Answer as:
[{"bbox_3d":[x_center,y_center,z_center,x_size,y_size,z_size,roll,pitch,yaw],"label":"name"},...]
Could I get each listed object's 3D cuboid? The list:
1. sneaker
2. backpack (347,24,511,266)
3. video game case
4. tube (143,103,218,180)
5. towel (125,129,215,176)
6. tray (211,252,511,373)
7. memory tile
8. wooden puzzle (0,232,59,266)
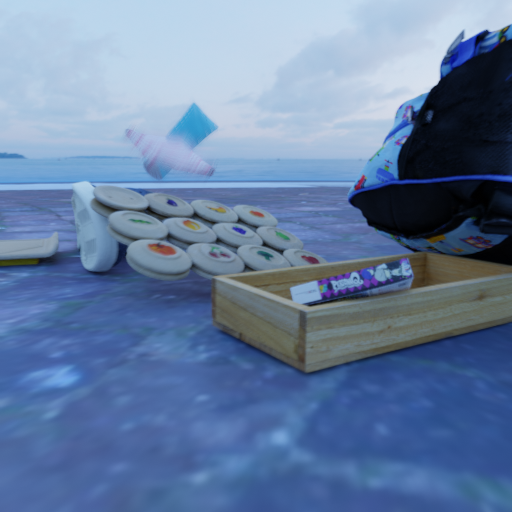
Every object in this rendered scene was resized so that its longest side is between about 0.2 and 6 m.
[{"bbox_3d":[-2.007,-0.560,8.518,1.420,1.259,3.359,-8,11,-18],"label":"sneaker"},{"bbox_3d":[2.962,-0.968,6.444,3.267,2.408,3.579,18,-4,-17],"label":"backpack"},{"bbox_3d":[0.793,0.275,4.519,0.893,0.176,0.985,-16,-12,11],"label":"video game case"},{"bbox_3d":[-1.721,-2.595,12.695,2.062,0.798,0.520,-52,18,-26],"label":"tube"},{"bbox_3d":[-1.513,-1.848,9.773,1.150,0.235,1.571,6,26,-36],"label":"towel"},{"bbox_3d":[1.141,0.394,5.146,2.794,0.517,1.378,-7,12,-32],"label":"tray"},{"bbox_3d":[-0.513,-0.264,6.864,2.694,0.226,2.065,3,27,-35],"label":"memory tile"},{"bbox_3d":[-3.876,-0.045,8.536,1.673,0.311,1.548,-8,12,-18],"label":"wooden puzzle"}]
